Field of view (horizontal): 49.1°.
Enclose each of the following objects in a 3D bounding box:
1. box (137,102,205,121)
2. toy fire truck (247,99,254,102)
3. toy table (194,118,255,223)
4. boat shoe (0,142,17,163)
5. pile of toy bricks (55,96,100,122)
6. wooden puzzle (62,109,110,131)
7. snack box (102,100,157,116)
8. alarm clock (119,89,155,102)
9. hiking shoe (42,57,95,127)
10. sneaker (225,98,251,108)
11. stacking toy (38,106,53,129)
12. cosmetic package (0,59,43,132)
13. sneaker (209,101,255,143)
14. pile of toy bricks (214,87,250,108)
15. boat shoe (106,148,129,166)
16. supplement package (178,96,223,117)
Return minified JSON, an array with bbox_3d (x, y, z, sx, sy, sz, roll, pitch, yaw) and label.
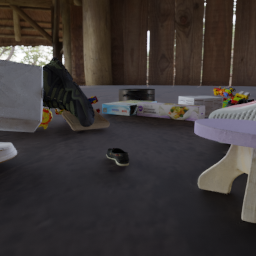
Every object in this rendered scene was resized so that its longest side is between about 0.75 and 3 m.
[{"bbox_3d":[1.536,-0.644,10.478,2.675,0.518,0.554,8,12,40],"label":"box"},{"bbox_3d":[5.276,-0.764,10.979,1.252,0.805,1.102,-5,5,35],"label":"toy fire truck"},{"bbox_3d":[1.642,0.438,3.544,1.615,0.946,1.485,10,14,40],"label":"toy table"},{"bbox_3d":[-2.988,0.326,4.867,1.945,0.674,0.689,-3,11,-16],"label":"boat shoe"},{"bbox_3d":[-1.734,-0.537,9.882,1.507,0.836,0.744,-21,-11,-21],"label":"pile of toy bricks"},{"bbox_3d":[-1.341,-0.244,8.751,1.192,0.240,1.288,-6,27,-25],"label":"wooden puzzle"},{"bbox_3d":[0.121,-0.914,12.193,1.369,0.437,2.357,7,12,32],"label":"snack box"},{"bbox_3d":[0.464,-1.700,15.095,1.916,0.945,2.840,-1,12,0],"label":"alarm clock"},{"bbox_3d":[-1.988,-0.858,8.365,1.309,2.601,0.985,-36,-25,-3],"label":"hiking shoe"},{"bbox_3d":[3.729,-0.445,8.465,1.845,0.901,0.652,0,8,-7],"label":"sneaker"},{"bbox_3d":[-3.821,-0.447,8.967,2.822,0.663,2.128,-2,11,-11],"label":"stacking toy"},{"bbox_3d":[-2.474,-0.579,4.692,1.953,1.102,0.793,8,-20,-29],"label":"cosmetic package"},{"bbox_3d":[3.135,-0.072,5.743,1.547,1.114,2.960,-9,9,-18],"label":"sneaker"},{"bbox_3d":[4.398,-1.091,12.347,0.993,1.116,2.012,-39,29,-9],"label":"pile of toy bricks"},{"bbox_3d":[-0.193,0.486,5.234,0.289,0.247,0.789,-5,10,-23],"label":"boat shoe"},{"bbox_3d":[2.818,-0.851,10.973,1.359,0.754,1.059,-3,12,-22],"label":"supplement package"}]
